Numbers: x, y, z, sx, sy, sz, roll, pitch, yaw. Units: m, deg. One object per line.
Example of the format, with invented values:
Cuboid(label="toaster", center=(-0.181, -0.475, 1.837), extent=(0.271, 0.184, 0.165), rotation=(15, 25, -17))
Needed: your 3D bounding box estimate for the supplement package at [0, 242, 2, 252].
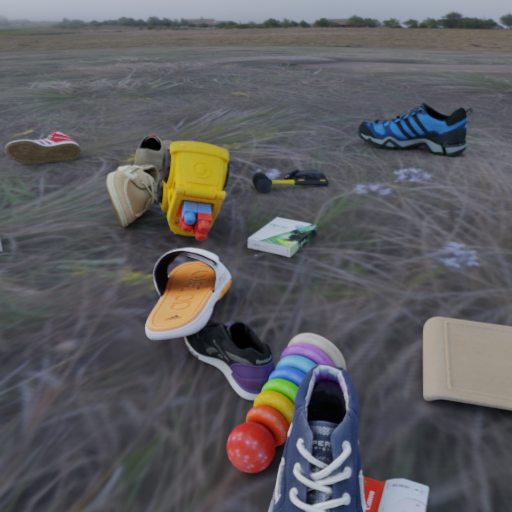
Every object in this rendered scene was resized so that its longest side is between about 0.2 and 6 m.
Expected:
Cuboid(label="supplement package", center=(-5.599, -0.553, 10.841), extent=(0.822, 0.812, 1.356), rotation=(-19, 32, -34))

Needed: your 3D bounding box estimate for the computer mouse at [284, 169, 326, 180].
Cuboid(label="computer mouse", center=(1.332, -2.134, 14.705), extent=(1.087, 0.287, 0.753), rotation=(13, 28, 25))

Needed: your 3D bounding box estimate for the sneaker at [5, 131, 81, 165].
Cuboid(label="sneaker", center=(-6.249, -3.174, 16.343), extent=(2.027, 0.722, 1.140), rotation=(-4, 29, -26))

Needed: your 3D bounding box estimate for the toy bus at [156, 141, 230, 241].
Cuboid(label="toy bus", center=(-1.271, -1.031, 11.235), extent=(1.307, 1.925, 1.848), rotation=(5, 58, -18))

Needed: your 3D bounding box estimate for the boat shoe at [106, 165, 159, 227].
Cuboid(label="boat shoe", center=(-2.630, -1.469, 12.400), extent=(0.949, 1.054, 2.921), rotation=(-13, 21, -1))

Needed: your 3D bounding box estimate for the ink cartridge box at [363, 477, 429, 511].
Cuboid(label="ink cartridge box", center=(1.298, 2.414, 5.494), extent=(0.699, 0.199, 0.568), rotation=(14, 29, 18))

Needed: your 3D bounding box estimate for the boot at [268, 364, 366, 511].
Cuboid(label="boot", center=(0.492, 2.127, 4.908), extent=(0.946, 1.175, 2.601), rotation=(3, 26, 6))

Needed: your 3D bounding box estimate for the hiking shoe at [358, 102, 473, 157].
Cuboid(label="hiking shoe", center=(4.829, -4.039, 17.275), extent=(3.357, 1.455, 1.249), rotation=(11, 28, 22))

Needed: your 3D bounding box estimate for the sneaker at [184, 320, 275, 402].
Cuboid(label="sneaker", center=(-0.340, 1.102, 7.458), extent=(0.687, 0.794, 1.813), rotation=(-19, 32, -34))

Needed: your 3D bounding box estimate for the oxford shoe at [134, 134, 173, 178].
Cuboid(label="oxford shoe", center=(-2.626, -2.844, 15.297), extent=(0.977, 1.038, 2.775), rotation=(1, 26, 2))

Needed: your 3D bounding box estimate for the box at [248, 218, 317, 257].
Cuboid(label="box", center=(0.538, -0.391, 11.178), extent=(0.934, 0.235, 1.293), rotation=(13, 29, 25))

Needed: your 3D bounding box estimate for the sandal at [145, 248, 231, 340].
Cuboid(label="sandal", center=(-1.030, 0.340, 8.508), extent=(1.124, 0.841, 2.934), rotation=(-8, 16, 3))

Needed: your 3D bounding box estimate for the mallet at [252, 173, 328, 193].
Cuboid(label="mallet", center=(0.885, -1.805, 14.014), extent=(1.943, 0.400, 0.640), rotation=(1, 25, -6))

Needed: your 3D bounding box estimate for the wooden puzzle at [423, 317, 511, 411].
Cuboid(label="wooden puzzle", center=(3.193, 1.454, 7.323), extent=(1.939, 0.361, 1.794), rotation=(2, 26, 16))

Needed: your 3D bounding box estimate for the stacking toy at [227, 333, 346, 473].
Cuboid(label="stacking toy", center=(0.291, 1.713, 6.423), extent=(0.801, 0.801, 1.877), rotation=(16, 37, 29))
